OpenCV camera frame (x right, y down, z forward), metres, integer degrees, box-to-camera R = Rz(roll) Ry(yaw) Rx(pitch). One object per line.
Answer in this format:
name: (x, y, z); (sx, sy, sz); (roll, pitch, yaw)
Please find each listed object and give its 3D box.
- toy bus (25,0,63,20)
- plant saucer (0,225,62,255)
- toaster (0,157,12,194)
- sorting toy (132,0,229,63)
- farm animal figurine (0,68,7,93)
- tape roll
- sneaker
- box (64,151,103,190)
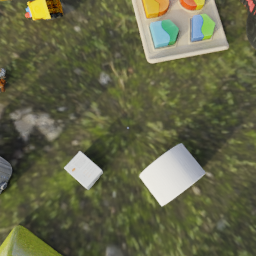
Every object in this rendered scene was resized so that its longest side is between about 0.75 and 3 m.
toy bus: (-2.501, -3.477, 8.219); (0.954, 0.993, 0.674); (-8, 113, 17)
plant saucer: (-2.235, 4.082, 5.840); (2.905, 0.696, 2.901); (32, 75, 10)
toaster: (-3.894, 0.875, 6.535); (2.085, 1.347, 1.185); (25, 73, 8)
sorting toy: (1.499, -3.295, 8.244); (2.456, 0.484, 2.653); (-12, 75, -5)
farm animal figurine: (-3.720, -1.139, 7.686); (0.896, 0.467, 0.886); (-23, 61, 0)
tape roll: (1.031, 1.081, 6.510); (1.276, 1.276, 0.876); (-35, 75, -11)
sneaker: (4.134, -3.507, 8.101); (1.252, 1.064, 2.887); (-3, 72, -2)
box: (-1.090, 1.054, 6.971); (0.758, 0.403, 0.577); (40, 76, 12)
